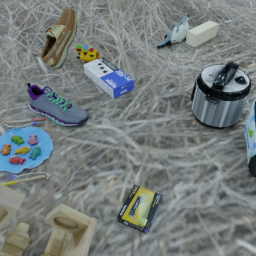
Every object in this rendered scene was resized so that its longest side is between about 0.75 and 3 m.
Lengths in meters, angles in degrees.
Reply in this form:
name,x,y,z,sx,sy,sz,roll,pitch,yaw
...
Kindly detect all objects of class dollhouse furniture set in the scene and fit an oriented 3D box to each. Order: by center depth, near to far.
name,x,y,z,sx,sy,sz,roll,pitch,yaw
dollhouse furniture set,-2.423,2.678,5.952,2.352,2.237,1.916,32,42,-18

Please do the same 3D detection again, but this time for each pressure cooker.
name,x,y,z,sx,sy,sz,roll,pitch,yaw
pressure cooker,3.342,-1.283,10.034,1.915,2.144,1.886,-7,46,-6

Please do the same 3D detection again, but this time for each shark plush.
name,x,y,z,sx,sy,sz,roll,pitch,yaw
shark plush,2.471,-4.857,14.968,1.089,1.188,2.616,18,65,45

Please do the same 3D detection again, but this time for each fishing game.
name,x,y,z,sx,sy,sz,roll,pitch,yaw
fishing game,-3.608,0.599,9.358,2.116,0.459,2.956,-6,45,-10

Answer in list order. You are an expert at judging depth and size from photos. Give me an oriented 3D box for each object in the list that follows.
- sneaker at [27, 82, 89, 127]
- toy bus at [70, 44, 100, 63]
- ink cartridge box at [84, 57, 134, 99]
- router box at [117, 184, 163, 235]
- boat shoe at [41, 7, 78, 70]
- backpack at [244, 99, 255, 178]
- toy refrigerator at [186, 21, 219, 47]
name,x,y,z,sx,sy,sz,roll,pitch,yaw
sneaker,-2.689,-0.884,10.348,2.600,1.138,0.968,17,47,17
toy bus,-2.012,-3.421,13.260,1.261,0.691,1.336,8,2,-34
ink cartridge box,-0.860,-2.234,12.170,1.091,0.513,2.320,-28,51,-24
router box,0.350,2.227,7.775,0.904,0.300,1.149,18,47,17
boat shoe,-2.300,-3.021,9.258,0.792,0.773,2.094,11,84,40
backpack,4.709,0.232,8.802,2.294,2.162,2.813,-2,63,7
toy refrigerator,3.924,-5.022,14.868,1.882,0.714,0.658,-33,53,-28
